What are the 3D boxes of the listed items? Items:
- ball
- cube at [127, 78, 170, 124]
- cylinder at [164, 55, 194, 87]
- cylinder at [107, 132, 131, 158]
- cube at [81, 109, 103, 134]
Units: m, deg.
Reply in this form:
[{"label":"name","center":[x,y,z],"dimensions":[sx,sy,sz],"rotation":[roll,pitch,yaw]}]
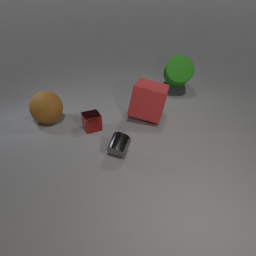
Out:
[{"label":"ball","center":[-3.504,-0.878,12.018],"dimensions":[1.400,1.400,1.400],"rotation":[0,31,0]},{"label":"cube","center":[0.908,-1.220,12.199],"dimensions":[1.400,1.400,1.400],"rotation":[16,26,7]},{"label":"cylinder","center":[2.591,-2.900,14.444],"dimensions":[1.400,1.400,1.400],"rotation":[1,0,2]},{"label":"cylinder","center":[-0.318,0.601,10.047],"dimensions":[0.700,0.700,0.700],"rotation":[13,62,20]},{"label":"cube","center":[-1.517,-0.284,11.727],"dimensions":[0.700,0.700,0.700],"rotation":[-13,34,-21]}]
